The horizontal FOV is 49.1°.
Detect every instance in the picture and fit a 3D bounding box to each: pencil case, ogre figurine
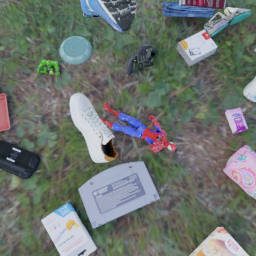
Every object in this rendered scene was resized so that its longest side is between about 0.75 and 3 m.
[{"bbox_3d":[4.246,1.783,8.425,1.207,1.207,2.762,-43,75,-13],"label":"pencil case"},{"bbox_3d":[-2.896,-2.225,10.231,0.827,0.406,0.496,8,89,18],"label":"ogre figurine"}]

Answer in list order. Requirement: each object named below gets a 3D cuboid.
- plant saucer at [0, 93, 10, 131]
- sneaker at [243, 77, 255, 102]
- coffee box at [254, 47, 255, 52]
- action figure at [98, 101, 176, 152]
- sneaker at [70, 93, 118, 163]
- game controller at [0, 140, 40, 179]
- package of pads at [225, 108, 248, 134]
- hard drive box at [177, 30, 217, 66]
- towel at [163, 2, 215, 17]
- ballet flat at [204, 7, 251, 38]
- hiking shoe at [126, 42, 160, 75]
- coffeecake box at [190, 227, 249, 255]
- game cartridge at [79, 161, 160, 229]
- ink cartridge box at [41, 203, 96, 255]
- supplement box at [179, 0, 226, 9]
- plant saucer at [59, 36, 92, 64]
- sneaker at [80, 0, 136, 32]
[{"bbox_3d":[-4.788,-0.402,9.670,1.372,0.252,1.375,-14,73,-5],"label":"plant saucer"},{"bbox_3d":[4.942,-1.940,9.588,0.855,0.848,2.360,32,104,1],"label":"sneaker"},{"bbox_3d":[5.930,-2.807,10.161,2.135,0.851,1.221,41,76,12],"label":"coffee box"},{"bbox_3d":[0.329,-0.041,9.011,2.799,1.385,0.913,27,74,6],"label":"action figure"},{"bbox_3d":[-0.763,-0.027,7.065,0.703,0.818,1.932,-41,116,-45],"label":"sneaker"},{"bbox_3d":[-3.786,1.006,9.197,1.712,0.361,0.893,22,58,7],"label":"game controller"},{"bbox_3d":[3.707,-0.259,9.586,0.501,0.315,0.832,-13,72,-1],"label":"package of pads"},{"bbox_3d":[2.561,-2.984,10.441,1.150,0.442,0.896,-29,74,-10],"label":"hard drive box"},{"bbox_3d":[2.284,-4.586,10.757,1.900,0.461,1.061,2,32,2],"label":"towel"},{"bbox_3d":[3.759,-4.196,10.682,2.029,0.730,0.730,-30,74,-8],"label":"ballet flat"},{"bbox_3d":[0.523,-2.442,10.187,0.759,0.571,1.508,33,73,14],"label":"hiking shoe"},{"bbox_3d":[2.592,3.768,8.118,1.391,0.508,1.068,-40,76,-12],"label":"coffeecake box"},{"bbox_3d":[-0.317,1.976,8.787,2.242,0.458,1.493,-22,76,-7],"label":"game cartridge"},{"bbox_3d":[-1.731,3.158,8.310,0.914,0.539,1.588,-33,74,-11],"label":"ink cartridge box"},{"bbox_3d":[1.670,-2.998,6.196,1.020,0.555,0.311,14,60,17],"label":"supplement box"},{"bbox_3d":[-1.988,-2.993,10.562,1.247,0.224,1.247,0,72,0],"label":"plant saucer"},{"bbox_3d":[-0.586,-3.050,6.795,0.905,1.027,2.304,-20,62,-24],"label":"sneaker"}]
